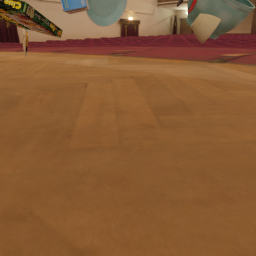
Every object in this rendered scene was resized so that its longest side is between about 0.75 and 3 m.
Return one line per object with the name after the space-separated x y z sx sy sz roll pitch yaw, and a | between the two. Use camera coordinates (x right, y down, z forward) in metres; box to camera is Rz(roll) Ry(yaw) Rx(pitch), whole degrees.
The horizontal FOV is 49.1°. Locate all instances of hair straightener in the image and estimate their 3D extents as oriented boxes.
1.183 -2.740 4.827 0.524 1.362 0.279 28 34 2 | hair straightener

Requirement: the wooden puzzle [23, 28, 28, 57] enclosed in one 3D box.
-3.631 -3.123 9.916 0.168 0.901 0.834 -4 47 -21 | wooden puzzle

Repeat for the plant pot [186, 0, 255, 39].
2.912 -4.014 9.575 2.193 1.470 2.193 18 40 -16 | plant pot

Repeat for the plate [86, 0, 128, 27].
-0.710 -4.114 8.993 1.657 1.657 0.212 -15 41 -36 | plate

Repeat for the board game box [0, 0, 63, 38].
-2.561 -2.686 6.750 1.286 0.288 2.454 18 7 2 | board game box

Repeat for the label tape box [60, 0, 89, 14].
-1.352 -3.449 6.572 0.607 1.315 1.835 -13 21 -3 | label tape box

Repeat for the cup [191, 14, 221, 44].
2.133 -2.888 7.926 0.571 0.798 0.798 35 21 -4 | cup
